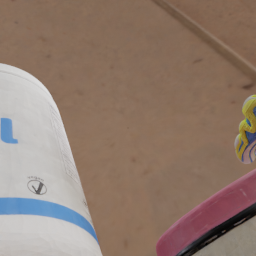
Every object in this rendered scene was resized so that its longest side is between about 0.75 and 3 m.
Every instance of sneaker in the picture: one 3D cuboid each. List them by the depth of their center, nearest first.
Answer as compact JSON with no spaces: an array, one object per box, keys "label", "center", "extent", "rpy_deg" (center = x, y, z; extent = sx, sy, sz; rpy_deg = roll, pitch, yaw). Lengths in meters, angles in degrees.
[{"label":"sneaker","center":[1.943,0.127,4.083],"extent":[0.446,1.178,0.619],"rpy_deg":[-27,34,-25]}]

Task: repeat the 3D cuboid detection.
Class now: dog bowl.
[{"label":"dog bowl","center":[1.518,1.233,3.130],"extent":[2.728,2.728,1.006],"rpy_deg":[-23,58,-12]}]

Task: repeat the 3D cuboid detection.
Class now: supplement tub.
[{"label":"supplement tub","center":[-1.413,0.640,2.907],"extent":[1.796,1.796,2.722],"rpy_deg":[-20,41,-11]}]
